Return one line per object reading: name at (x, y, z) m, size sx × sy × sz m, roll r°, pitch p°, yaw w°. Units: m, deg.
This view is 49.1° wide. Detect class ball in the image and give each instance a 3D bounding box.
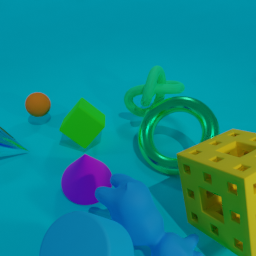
ball at (-2.573, -0.665, 8.017) m, size 0.706 × 0.706 × 0.706 m, roll 0°, pitch 35°, yaw 0°

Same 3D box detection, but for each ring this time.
ring at (1.172, 0.145, 6.735) m, size 1.979 × 0.396 × 1.979 m, roll -9°, pitch 67°, yaw 21°

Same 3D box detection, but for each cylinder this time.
cylinder at (-0.498, 1.632, 3.662) m, size 0.941 × 0.941 × 0.941 m, roll -8°, pitch 64°, yaw 16°

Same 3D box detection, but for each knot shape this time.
knot shape at (0.634, -0.931, 7.922) m, size 1.751 × 1.639 × 0.809 m, roll -4°, pitch 60°, yaw -55°

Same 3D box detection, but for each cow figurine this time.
cow figurine at (0.338, 1.591, 4.569) m, size 1.628 × 1.654 × 0.908 m, roll 8°, pitch 33°, yaw 42°

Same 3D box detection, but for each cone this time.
cone at (-0.855, 0.829, 5.726) m, size 1.123 × 1.127 × 1.123 m, roll 3°, pitch 53°, yaw -4°
cone at (-3.232, 0.378, 6.995) m, size 1.552 × 1.546 × 1.546 m, roll 19°, pitch 30°, yaw -19°

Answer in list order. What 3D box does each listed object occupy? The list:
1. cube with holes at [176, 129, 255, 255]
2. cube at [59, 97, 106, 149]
cube with holes at (1.855, 0.967, 4.584) m, size 1.373 × 1.373 × 1.373 m, roll -20°, pitch 18°, yaw -25°
cube at (-1.153, -0.140, 7.252) m, size 0.828 × 0.828 × 0.828 m, roll 38°, pitch 15°, yaw -17°
